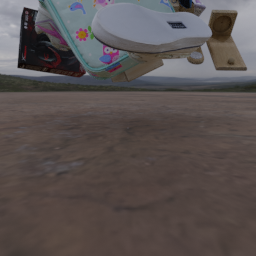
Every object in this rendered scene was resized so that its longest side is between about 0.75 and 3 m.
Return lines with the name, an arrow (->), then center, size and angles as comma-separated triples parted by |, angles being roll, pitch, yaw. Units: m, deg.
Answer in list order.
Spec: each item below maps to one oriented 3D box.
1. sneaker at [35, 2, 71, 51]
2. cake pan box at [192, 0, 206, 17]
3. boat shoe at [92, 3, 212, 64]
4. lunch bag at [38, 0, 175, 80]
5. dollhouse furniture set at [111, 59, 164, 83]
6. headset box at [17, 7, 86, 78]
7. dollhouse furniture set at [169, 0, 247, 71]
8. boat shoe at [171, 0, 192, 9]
sneaker -> -1.558, -2.542, 7.678 | 2.175, 0.960, 0.885 | 32, 34, -13
cake pan box -> 1.208, -3.997, 10.839 | 2.695, 0.766, 2.927 | -9, -27, -38
boat shoe -> 0.251, -0.935, 3.051 | 1.604, 0.569, 0.560 | -19, -22, -41
lunch bag -> -0.542, -2.675, 5.995 | 2.372, 2.958, 1.140 | -28, -3, 5
dollhouse furniture set -> -0.323, -2.940, 8.575 | 2.620, 2.852, 1.856 | -28, 16, -15
headset box -> -2.608, -3.047, 10.395 | 2.652, 1.971, 0.995 | 5, -2, -26
dollhouse furniture set -> 2.469, -3.352, 8.361 | 2.403, 2.527, 2.059 | 1, 48, -1
boat shoe -> 1.271, -3.417, 6.782 | 0.508, 0.622, 1.479 | 1, -11, 19
